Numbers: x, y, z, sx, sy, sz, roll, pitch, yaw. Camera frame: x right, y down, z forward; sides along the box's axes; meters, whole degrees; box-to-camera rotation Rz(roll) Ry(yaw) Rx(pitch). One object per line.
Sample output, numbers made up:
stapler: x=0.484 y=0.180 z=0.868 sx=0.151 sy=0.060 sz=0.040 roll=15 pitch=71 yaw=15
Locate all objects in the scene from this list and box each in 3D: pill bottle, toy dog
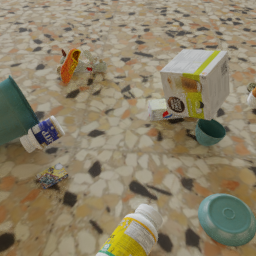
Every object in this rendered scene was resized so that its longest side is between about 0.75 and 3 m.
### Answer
pill bottle: x=0.116 y=3.091 z=7.652 sx=1.120 sy=1.120 sz=1.986 roll=26 pitch=50 yaw=24
pill bottle: x=-3.084 y=0.259 z=10.075 sx=1.401 sy=0.839 sz=0.839 roll=-32 pitch=50 yaw=-8
toy dog: x=-2.461 y=-3.500 z=14.422 sx=2.575 sy=1.240 sz=1.698 roll=-14 pitch=46 yaw=-15

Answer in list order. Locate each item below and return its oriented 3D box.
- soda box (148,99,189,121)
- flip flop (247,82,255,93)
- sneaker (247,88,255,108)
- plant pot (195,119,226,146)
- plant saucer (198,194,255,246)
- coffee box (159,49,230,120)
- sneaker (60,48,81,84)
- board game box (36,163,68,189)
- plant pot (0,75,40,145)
soda box: x=1.928 y=-0.860 z=12.104 sx=2.046 sy=0.651 sz=0.697 roll=-6 pitch=44 yaw=-7
flip flop: x=6.655 y=-1.723 z=12.980 sx=2.145 sy=0.618 sz=0.870 roll=23 pitch=48 yaw=14
sneaker: x=6.791 y=-1.313 z=12.069 sx=2.834 sy=1.200 sz=1.032 roll=4 pitch=60 yaw=7
plant pot: x=3.068 y=0.250 z=10.791 sx=1.141 sy=0.768 sz=1.141 roll=10 pitch=43 yaw=-9
plant saucer: x=3.082 y=2.707 z=8.634 sx=1.774 sy=0.319 sz=1.774 roll=0 pitch=44 yaw=0
coffee box: x=2.611 y=-1.718 z=10.779 sx=1.903 sy=1.921 sz=1.924 roll=14 pitch=46 yaw=36
sneaker: x=-2.347 y=-2.544 z=11.399 sx=0.581 sy=1.506 sz=0.549 roll=14 pitch=-1 yaw=44
board game box: x=-2.659 y=1.667 z=9.824 sx=0.940 sy=0.163 sz=0.637 roll=-27 pitch=50 yaw=-26
plant pot: x=-4.908 y=-0.400 z=10.562 sx=2.379 sy=2.430 sz=2.430 roll=-31 pitch=51 yaw=-19
